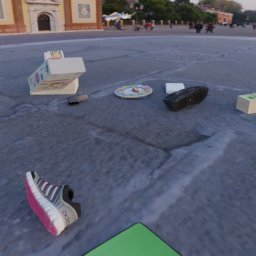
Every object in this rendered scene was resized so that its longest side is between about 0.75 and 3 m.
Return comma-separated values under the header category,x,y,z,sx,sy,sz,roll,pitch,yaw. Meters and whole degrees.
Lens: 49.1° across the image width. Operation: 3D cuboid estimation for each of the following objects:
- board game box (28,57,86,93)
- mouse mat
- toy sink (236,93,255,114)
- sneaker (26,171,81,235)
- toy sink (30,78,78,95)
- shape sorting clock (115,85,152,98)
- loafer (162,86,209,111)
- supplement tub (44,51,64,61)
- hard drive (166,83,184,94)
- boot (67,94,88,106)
category,x,y,z,sx,sy,sz,roll,pitch,yaw
board game box,-2.926,-2.133,11.364,1.540,0.671,2.087,-14,-5,-42
mouse mat,0.027,2.747,5.674,1.953,0.074,1.571,-20,31,-35
toy sink,6.164,-1.242,13.738,1.315,0.737,0.857,-8,25,-17
sneaker,-1.895,1.740,7.071,0.946,0.797,2.162,-17,33,-34
toy sink,-4.394,-2.950,16.626,2.652,1.486,1.729,-1,24,-2
shape sorting clock,0.318,-2.153,16.159,2.164,0.424,2.164,0,24,0
loafer,3.020,-1.675,14.380,2.900,0.985,1.018,-22,40,-33
supplement tub,-6.375,-6.066,24.083,1.504,1.086,1.086,-11,26,-23
hard drive,2.852,-2.396,16.959,1.085,0.209,1.645,2,24,5
boot,-2.611,-1.440,14.719,1.140,0.398,0.750,-17,30,-10
